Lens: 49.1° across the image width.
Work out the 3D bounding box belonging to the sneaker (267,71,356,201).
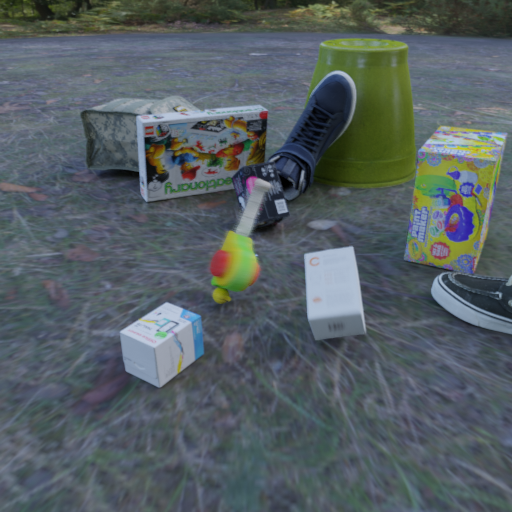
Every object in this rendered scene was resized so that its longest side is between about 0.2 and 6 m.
[{"bbox_3d":[1.132,-2.501,12.212,1.096,2.882,2.083,31,34,5],"label":"sneaker"}]

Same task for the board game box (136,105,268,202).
[{"bbox_3d":[-1.170,-2.329,12.626,2.911,1.838,0.504,-12,35,-22],"label":"board game box"}]

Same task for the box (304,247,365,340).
[{"bbox_3d":[1.083,0.512,7.773,0.707,0.554,1.137,-9,49,12],"label":"box"}]

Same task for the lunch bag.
[{"bbox_3d":[-2.543,-3.118,14.277,2.956,1.738,2.424,6,25,12],"label":"lunch bag"}]

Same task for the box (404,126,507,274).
[{"bbox_3d":[3.562,-1.066,10.011,1.232,2.019,1.945,13,30,24],"label":"box"}]

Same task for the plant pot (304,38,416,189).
[{"bbox_3d":[2.566,-3.693,13.964,3.227,3.107,3.227,1,27,0],"label":"plant pot"}]

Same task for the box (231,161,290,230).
[{"bbox_3d":[0.086,-1.177,11.069,0.762,1.154,0.662,-14,-6,-25],"label":"box"}]

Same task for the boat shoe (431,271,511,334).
[{"bbox_3d":[3.926,0.625,7.947,2.830,0.901,1.000,20,33,33],"label":"boat shoe"}]

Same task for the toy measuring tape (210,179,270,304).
[{"bbox_3d":[-0.169,-0.150,8.403,0.731,1.988,0.731,23,9,-4],"label":"toy measuring tape"}]

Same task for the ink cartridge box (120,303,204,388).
[{"bbox_3d":[-1.205,1.136,7.246,0.633,0.630,0.863,16,31,31],"label":"ink cartridge box"}]
